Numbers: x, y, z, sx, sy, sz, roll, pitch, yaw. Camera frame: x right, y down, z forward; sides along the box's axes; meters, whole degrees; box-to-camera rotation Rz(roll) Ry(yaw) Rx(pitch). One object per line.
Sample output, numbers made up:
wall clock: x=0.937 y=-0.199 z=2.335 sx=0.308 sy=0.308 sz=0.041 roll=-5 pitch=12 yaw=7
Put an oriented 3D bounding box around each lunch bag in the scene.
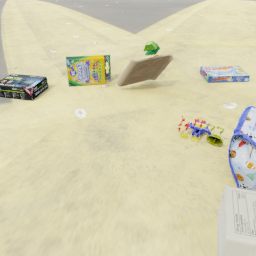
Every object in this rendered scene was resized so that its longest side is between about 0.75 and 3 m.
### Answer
lunch bag: x=3.136 y=0.511 z=6.905 sx=1.091 sy=1.762 sz=1.498 roll=-12 pitch=21 yaw=40

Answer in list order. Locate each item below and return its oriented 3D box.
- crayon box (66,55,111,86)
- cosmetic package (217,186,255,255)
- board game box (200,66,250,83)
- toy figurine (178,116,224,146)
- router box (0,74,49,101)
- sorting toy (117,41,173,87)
crayon box: x=-1.753 y=-2.628 z=12.789 sx=2.015 sy=1.267 sz=0.520 roll=-6 pitch=32 yaw=-9
cosmetic package: x=3.152 y=2.115 z=5.276 sx=2.723 sy=0.995 sz=1.410 roll=8 pitch=32 yaw=14
board game box: x=4.681 y=-2.637 z=13.687 sx=2.002 sy=0.345 sz=1.355 roll=-2 pitch=31 yaw=-4
toy figurine: x=2.456 y=-0.038 z=9.088 sx=1.479 sy=0.780 sz=0.886 roll=17 pitch=30 yaw=24
router box: x=-4.594 y=-1.796 z=12.094 sx=1.831 sy=0.569 sz=1.372 roll=8 pitch=32 yaw=12
sorting toy: x=0.834 y=-2.687 z=11.560 sx=2.026 sy=2.741 sz=0.403 roll=-14 pitch=72 yaw=-29
